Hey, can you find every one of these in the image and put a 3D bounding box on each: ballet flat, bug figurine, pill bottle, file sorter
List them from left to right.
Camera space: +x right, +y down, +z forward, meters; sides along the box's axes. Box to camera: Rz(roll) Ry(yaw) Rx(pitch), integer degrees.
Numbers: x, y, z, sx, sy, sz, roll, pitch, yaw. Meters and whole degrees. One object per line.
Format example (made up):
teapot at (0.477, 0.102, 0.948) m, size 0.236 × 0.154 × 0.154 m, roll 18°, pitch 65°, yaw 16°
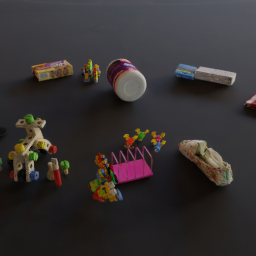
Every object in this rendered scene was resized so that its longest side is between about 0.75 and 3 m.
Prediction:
pill bottle at (-0.168, -2.126, 11.831) m, size 1.276 × 1.276 × 2.269 m, roll -9°, pitch 33°, yaw -15°
file sorter at (0.095, 0.943, 7.557) m, size 0.990 × 0.621 × 0.688 m, roll -10°, pitch 33°, yaw -16°
bug figurine at (0.573, 0.399, 8.703) m, size 1.316 × 0.339 × 1.020 m, roll 10°, pitch 27°, yaw 23°
ballet flat at (2.158, 0.759, 7.816) m, size 0.787 × 0.665 × 2.080 m, roll -17°, pitch 35°, yaw -21°

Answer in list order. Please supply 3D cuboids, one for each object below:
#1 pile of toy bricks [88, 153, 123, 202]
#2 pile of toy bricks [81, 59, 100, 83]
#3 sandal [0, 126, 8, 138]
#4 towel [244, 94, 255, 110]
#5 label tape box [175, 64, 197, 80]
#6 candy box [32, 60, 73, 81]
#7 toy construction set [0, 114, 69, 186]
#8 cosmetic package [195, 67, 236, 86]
pile of toy bricks at (-0.660, 1.358, 6.924) m, size 0.683 × 0.767 × 1.383 m, roll -28°, pitch 43°, yaw 3°
pile of toy bricks at (-1.809, -2.865, 13.440) m, size 0.927 × 0.825 × 1.671 m, roll -1°, pitch 32°, yaw -1°
sandal at (-4.803, 0.014, 9.376) m, size 1.664 × 0.375 × 0.625 m, roll 22°, pitch 42°, yaw 8°
towel at (5.677, -0.888, 10.877) m, size 1.868 × 0.212 × 1.346 m, roll 25°, pitch 39°, yaw 34°
label tape box at (2.752, -2.633, 13.425) m, size 0.869 × 0.401 × 1.214 m, roll 16°, pitch 37°, yaw 13°
candy box at (-3.684, -2.821, 13.696) m, size 1.731 × 0.489 × 1.010 m, roll -19°, pitch 37°, yaw -25°
toy construction set at (-2.449, 0.533, 7.412) m, size 1.921 × 1.476 × 1.602 m, roll 22°, pitch 38°, yaw 30°
cosmetic package at (4.081, -2.440, 13.127) m, size 1.717 × 0.435 × 0.709 m, roll 18°, pitch 36°, yaw 26°
